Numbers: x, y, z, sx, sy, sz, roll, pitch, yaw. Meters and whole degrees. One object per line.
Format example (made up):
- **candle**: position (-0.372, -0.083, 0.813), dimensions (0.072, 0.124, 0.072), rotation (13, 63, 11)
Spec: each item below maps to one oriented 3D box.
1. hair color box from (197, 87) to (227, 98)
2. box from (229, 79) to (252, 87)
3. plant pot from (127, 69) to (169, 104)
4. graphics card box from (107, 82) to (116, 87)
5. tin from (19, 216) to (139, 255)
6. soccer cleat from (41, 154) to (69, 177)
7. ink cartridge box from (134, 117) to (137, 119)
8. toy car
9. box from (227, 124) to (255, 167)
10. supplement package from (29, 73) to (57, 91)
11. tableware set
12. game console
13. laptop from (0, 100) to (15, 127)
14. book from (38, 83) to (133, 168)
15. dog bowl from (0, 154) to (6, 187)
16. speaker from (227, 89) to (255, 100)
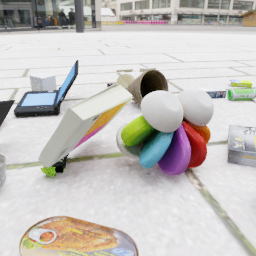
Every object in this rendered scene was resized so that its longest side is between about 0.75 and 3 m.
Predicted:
- **hair color box**: position (3.970, -1.666, 13.316), dimensions (1.242, 0.376, 0.621), rotation (-4, 24, -8)
- **box**: position (6.080, -2.431, 15.208), dimensions (1.137, 0.271, 0.693), rotation (5, 24, 11)
- **plant pot**: position (0.716, -1.657, 12.116), dimensions (1.599, 1.599, 1.388), rotation (-16, 12, -33)
- **graphics card box**: position (-0.682, -2.186, 14.702), dimensions (0.564, 0.229, 0.900), rotation (-12, 25, -27)
- **tin**: position (-0.827, 2.094, 4.673), dimensions (2.053, 0.430, 1.150), rotation (9, 21, 19)
- **soccer cleat**: position (-1.814, 0.929, 7.434), dimensions (0.493, 0.411, 1.217), rotation (29, 26, 7)
- **ink cartridge box**: position (0.590, -0.063, 9.780), dimensions (1.054, 0.267, 1.196), rotation (-15, 28, -34)
- **toy car**: position (1.084, 0.271, 7.227), dimensions (2.559, 2.239, 1.919), rotation (-9, 65, -35)
- **box**: position (3.722, 0.500, 8.230), dimensions (1.489, 0.454, 1.880), rotation (8, 24, 17)
- **supplement package**: position (-4.295, -2.286, 14.198), dimensions (1.073, 0.808, 0.814), rotation (17, 29, 34)
- **tableware set**: position (0.489, -2.277, 14.117), dimensions (2.128, 1.406, 0.426), rotation (-4, -20, -1)
- **game console**: position (-3.374, -1.807, 11.949), dimensions (2.620, 1.734, 2.980), rotation (-3, 23, -8)
- **laptop**: position (-4.497, 0.010, 7.526), dimensions (2.368, 1.372, 2.217), rotation (-3, 7, -4)
- **book**: position (-1.052, -0.115, 7.467), dimensions (0.638, 1.774, 2.655), rotation (42, 29, 4)
- **dog bowl**: position (-3.675, 1.153, 6.338), dimensions (1.836, 0.538, 1.836), rotation (-6, 16, 2)
- **speaker**: position (5.237, -1.547, 12.877), dimensions (1.222, 0.541, 0.541), rotation (-2, 24, -4)
